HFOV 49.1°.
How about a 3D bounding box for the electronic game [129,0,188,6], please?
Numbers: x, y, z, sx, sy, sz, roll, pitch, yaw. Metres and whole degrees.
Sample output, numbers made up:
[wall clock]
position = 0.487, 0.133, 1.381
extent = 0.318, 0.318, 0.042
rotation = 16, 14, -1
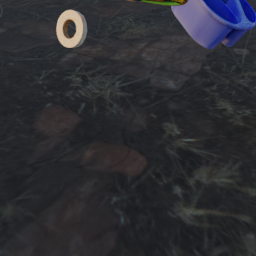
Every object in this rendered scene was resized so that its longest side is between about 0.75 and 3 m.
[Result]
[electronic game]
position = 0.069, -2.885, 5.741
extent = 2.389, 0.497, 2.389
rotation = 11, 18, -3

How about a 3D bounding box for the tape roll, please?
[tape roll]
position = -1.350, -2.359, 6.694
extent = 0.875, 0.875, 0.160
rotation = 25, 21, 27

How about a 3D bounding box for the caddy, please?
[caddy]
position = 2.337, -3.329, 7.573
extent = 1.738, 1.291, 2.459
rotation = -17, 66, -30
